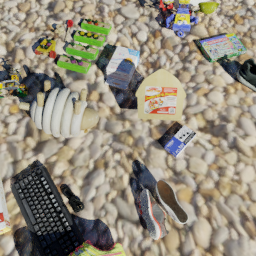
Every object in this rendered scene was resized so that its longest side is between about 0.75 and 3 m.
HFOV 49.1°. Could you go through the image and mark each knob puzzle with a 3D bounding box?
[{"bbox_3d":[0.940,-0.969,8.074,1.598,0.222,1.598,0,104,2],"label":"knob puzzle"}]

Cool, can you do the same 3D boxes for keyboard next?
[{"bbox_3d":[-1.936,2.100,7.224,1.473,0.315,2.453,-29,64,-16],"label":"keyboard"}]

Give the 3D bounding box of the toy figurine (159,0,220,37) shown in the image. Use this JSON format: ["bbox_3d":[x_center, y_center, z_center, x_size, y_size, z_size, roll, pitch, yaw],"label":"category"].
[{"bbox_3d":[2.253,-4.099,10.763,2.224,1.173,1.332,7,88,7],"label":"toy figurine"}]

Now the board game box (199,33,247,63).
[{"bbox_3d":[3.459,-2.952,10.270,1.436,0.209,0.966,-17,61,-10],"label":"board game box"}]

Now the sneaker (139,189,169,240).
[{"bbox_3d":[0.675,2.182,7.170,0.527,0.496,1.287,4,54,-30],"label":"sneaker"}]

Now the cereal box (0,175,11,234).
[{"bbox_3d":[-4.087,1.866,7.264,1.608,0.442,2.235,-20,61,-12],"label":"cereal box"}]

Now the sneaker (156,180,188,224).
[{"bbox_3d":[1.031,1.907,7.150,0.438,0.509,1.202,-26,77,-19],"label":"sneaker"}]

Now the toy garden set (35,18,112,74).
[{"bbox_3d":[-2.019,-3.298,10.294,2.103,0.503,2.523,16,61,9],"label":"toy garden set"}]

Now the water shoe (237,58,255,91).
[{"bbox_3d":[4.585,-1.462,9.004,2.157,0.851,0.771,30,64,17],"label":"water shoe"}]

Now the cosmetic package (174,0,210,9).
[{"bbox_3d":[2.489,-6.256,11.387,1.647,1.637,1.968,-24,63,-14],"label":"cosmetic package"}]

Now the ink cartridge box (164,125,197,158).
[{"bbox_3d":[1.554,0.388,8.282,0.453,0.213,0.964,37,66,21],"label":"ink cartridge box"}]

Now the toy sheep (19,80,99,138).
[{"bbox_3d":[-1.963,-0.479,8.032,2.299,1.585,1.585,15,60,1],"label":"toy sheep"}]

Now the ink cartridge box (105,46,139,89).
[{"bbox_3d":[-0.206,-2.079,9.588,0.822,0.484,1.428,16,61,9],"label":"ink cartridge box"}]

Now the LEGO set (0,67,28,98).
[{"bbox_3d":[-3.921,-1.500,8.888,1.458,1.121,0.845,-8,76,4],"label":"LEGO set"}]

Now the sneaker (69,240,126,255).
[{"bbox_3d":[-1.118,3.123,6.360,2.340,0.915,1.057,-1,52,-7],"label":"sneaker"}]
